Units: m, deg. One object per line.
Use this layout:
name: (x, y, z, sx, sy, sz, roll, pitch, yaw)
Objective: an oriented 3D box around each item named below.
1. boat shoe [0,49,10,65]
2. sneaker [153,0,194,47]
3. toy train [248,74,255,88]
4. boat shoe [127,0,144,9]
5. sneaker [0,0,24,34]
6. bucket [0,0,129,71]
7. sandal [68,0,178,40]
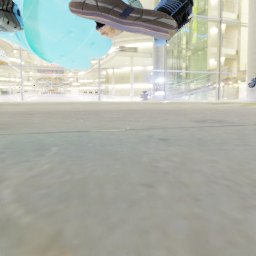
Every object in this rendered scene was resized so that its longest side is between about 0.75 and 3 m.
boat shoe: (-3.910, -2.197, 7.430, 0.968, 0.948, 2.735, -8, 5, -5)
sneaker: (1.277, -3.096, 7.778, 0.943, 0.849, 2.421, -4, 43, 22)
toy train: (4.222, -1.757, 8.777, 0.292, 1.277, 0.218, -9, 53, -25)
boat shoe: (0.006, -2.535, 5.729, 0.441, 1.200, 0.401, -33, 31, -22)
sneaker: (-1.143, -0.880, 2.101, 0.379, 0.339, 0.926, -15, 0, 6)
bucket: (-1.385, -2.688, 5.037, 1.954, 3.003, 3.003, 11, -2, -41)
sandal: (-0.076, -0.941, 2.494, 1.055, 0.288, 0.431, 21, 47, 13)
